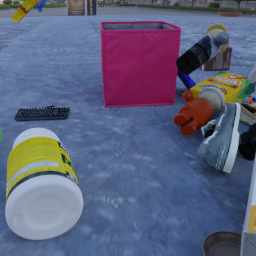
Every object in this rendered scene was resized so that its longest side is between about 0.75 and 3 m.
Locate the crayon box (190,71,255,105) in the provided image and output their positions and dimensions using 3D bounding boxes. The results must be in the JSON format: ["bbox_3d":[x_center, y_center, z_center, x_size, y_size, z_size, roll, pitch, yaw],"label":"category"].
[{"bbox_3d":[3.256,-1.262,9.936,2.311,0.587,1.467,-31,38,-30],"label":"crayon box"}]

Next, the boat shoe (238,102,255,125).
[{"bbox_3d":[3.976,-0.341,8.447,0.627,0.563,1.695,-19,32,-33],"label":"boat shoe"}]

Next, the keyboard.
[{"bbox_3d":[-2.786,-0.542,9.269,1.669,0.214,1.002,-1,26,-5],"label":"keyboard"}]

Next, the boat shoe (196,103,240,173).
[{"bbox_3d":[2.333,0.042,7.196,0.867,1.022,2.808,12,34,15],"label":"boat shoe"}]

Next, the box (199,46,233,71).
[{"bbox_3d":[4.439,-3.653,14.453,1.384,1.148,1.137,-3,27,-6],"label":"box"}]

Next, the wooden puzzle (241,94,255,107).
[{"bbox_3d":[4.339,-1.093,10.273,1.245,0.288,1.153,-8,27,-16],"label":"wooden puzzle"}]

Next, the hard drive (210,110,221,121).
[{"bbox_3d":[2.816,-0.346,8.817,0.545,0.171,0.807,4,35,8],"label":"hard drive"}]

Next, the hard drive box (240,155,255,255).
[{"bbox_3d":[2.847,1.303,4.021,2.094,1.032,2.687,4,20,26],"label":"hard drive box"}]

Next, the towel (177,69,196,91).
[{"bbox_3d":[2.222,-1.990,10.823,0.392,1.581,1.168,-39,25,10],"label":"towel"}]

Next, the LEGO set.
[{"bbox_3d":[-2.993,-3.619,7.911,1.050,0.976,2.559,-38,21,13],"label":"LEGO set"}]

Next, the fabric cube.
[{"bbox_3d":[0.327,-2.484,10.463,2.638,2.630,2.588,-3,26,-6],"label":"fabric cube"}]

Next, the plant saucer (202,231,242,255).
[{"bbox_3d":[1.605,1.964,4.189,0.992,0.181,0.992,3,23,-1],"label":"plant saucer"}]

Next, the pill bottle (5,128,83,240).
[{"bbox_3d":[-1.631,0.882,5.259,1.217,1.217,2.129,-9,28,-18],"label":"pill bottle"}]

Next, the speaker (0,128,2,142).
[{"bbox_3d":[-4.445,-0.169,7.441,2.725,1.205,1.205,23,34,38],"label":"speaker"}]

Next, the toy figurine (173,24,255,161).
[{"bbox_3d":[2.775,-0.990,7.148,2.931,2.886,2.039,22,44,36],"label":"toy figurine"}]
